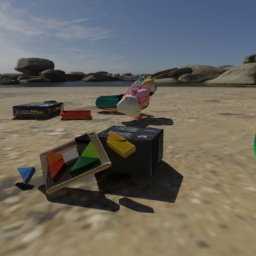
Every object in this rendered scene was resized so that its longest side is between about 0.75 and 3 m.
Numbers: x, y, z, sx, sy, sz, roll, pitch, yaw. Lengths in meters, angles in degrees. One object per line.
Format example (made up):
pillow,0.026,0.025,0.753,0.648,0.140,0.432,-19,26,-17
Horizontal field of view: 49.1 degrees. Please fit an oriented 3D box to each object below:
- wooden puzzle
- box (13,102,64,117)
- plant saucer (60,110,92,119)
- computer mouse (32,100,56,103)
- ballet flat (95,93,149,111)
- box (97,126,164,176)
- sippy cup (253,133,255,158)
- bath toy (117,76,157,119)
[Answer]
wooden puzzle,-0.824,0.436,4.227,1.676,0.196,1.131,-27,35,-14
box,-3.756,-0.809,11.940,1.467,0.474,1.860,0,10,9
plant saucer,-2.071,-0.548,11.248,1.206,0.221,1.203,-1,10,-8
computer mouse,-4.675,-1.215,14.982,1.790,0.305,0.525,-5,24,3
ballet flat,-0.199,-1.144,12.960,2.630,0.895,0.884,6,-12,20
box,0.035,0.360,5.053,1.047,0.625,1.064,3,11,17
sippy cup,2.938,0.254,5.082,0.918,0.984,1.253,11,20,3
bath toy,0.457,-1.232,11.125,1.181,1.003,2.715,-38,12,33
